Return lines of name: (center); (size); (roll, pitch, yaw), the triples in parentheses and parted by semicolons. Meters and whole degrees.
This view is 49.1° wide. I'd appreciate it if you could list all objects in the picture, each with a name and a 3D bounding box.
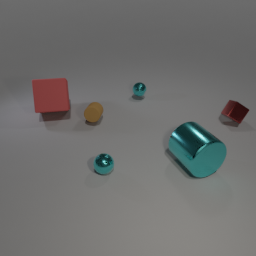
cube: (-3.373, -1.436, 12.452); (1.400, 1.400, 1.400); (-5, 6, -9)
cylinder: (-1.466, -0.686, 12.014); (0.700, 0.700, 0.700); (4, 23, 6)
ball: (-0.807, 1.193, 9.366); (0.700, 0.700, 0.700); (0, 32, 0)
cube: (4.558, -0.701, 11.938); (0.700, 0.700, 0.700); (30, 7, -11)
ball: (0.575, -1.931, 14.012); (0.700, 0.700, 0.700); (0, 32, 0)
cylinder: (2.303, 0.698, 9.408); (1.400, 1.400, 1.400); (-13, 34, -20)
